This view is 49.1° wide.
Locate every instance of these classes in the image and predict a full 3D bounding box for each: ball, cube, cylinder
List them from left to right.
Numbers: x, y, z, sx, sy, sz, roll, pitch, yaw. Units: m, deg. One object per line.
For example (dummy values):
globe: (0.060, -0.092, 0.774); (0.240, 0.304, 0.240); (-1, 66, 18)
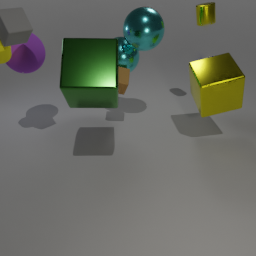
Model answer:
cylinder: (-3.829, -2.367, 8.256); (0.700, 0.700, 0.700); (6, 71, -18)
cube: (-3.138, -2.751, 7.641); (0.700, 0.700, 0.700); (-26, -1, -37)
ball: (-3.516, -2.554, 9.459); (1.400, 1.400, 1.400); (0, 31, 0)
cube: (-0.957, -1.411, 7.483); (1.400, 1.400, 1.400); (0, 74, -2)
cube: (-0.370, -1.732, 10.124); (0.700, 0.700, 0.700); (11, 63, -11)
ball: (-0.262, -2.715, 10.571); (1.400, 1.400, 1.400); (0, 31, 0)
ball: (0.525, -3.299, 9.387); (1.400, 1.400, 1.400); (0, 31, 0)
cylinder: (2.901, -4.249, 10.439); (0.700, 0.700, 0.700); (-9, 28, 5)
cube: (2.948, -1.439, 9.451); (1.400, 1.400, 1.400); (-14, 47, 5)
